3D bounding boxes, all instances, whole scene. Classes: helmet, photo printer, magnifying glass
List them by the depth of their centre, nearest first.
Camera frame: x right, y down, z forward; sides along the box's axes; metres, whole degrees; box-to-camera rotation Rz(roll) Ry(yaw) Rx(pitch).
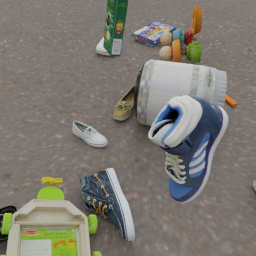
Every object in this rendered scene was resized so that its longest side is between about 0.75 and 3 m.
[{"bbox_3d":[-2.992,2.254,6.604,0.871,0.830,0.871,-14,63,29],"label":"helmet"},{"bbox_3d":[3.607,-1.372,10.998,0.686,0.193,1.725,-20,45,-18],"label":"magnifying glass"},{"bbox_3d":[-0.926,-3.916,13.524,1.024,0.428,1.231,11,45,10],"label":"photo printer"}]

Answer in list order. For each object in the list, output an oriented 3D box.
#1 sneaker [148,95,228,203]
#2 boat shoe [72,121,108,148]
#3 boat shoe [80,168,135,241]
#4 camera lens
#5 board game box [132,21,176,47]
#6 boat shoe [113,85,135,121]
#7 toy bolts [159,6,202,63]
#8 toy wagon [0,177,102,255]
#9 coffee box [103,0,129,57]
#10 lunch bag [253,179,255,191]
[{"bbox_3d":[0.774,0.396,4.742,1.450,1.980,0.798,8,21,-36],"label":"sneaker"},{"bbox_3d":[-1.286,0.192,9.087,1.378,0.460,0.507,21,47,21],"label":"boat shoe"},{"bbox_3d":[-0.566,1.960,7.031,0.989,0.771,2.178,-13,37,-13],"label":"boat shoe"},{"bbox_3d":[1.624,-1.023,9.141,2.687,2.149,2.149,9,44,9],"label":"camera lens"},{"bbox_3d":[1.361,-4.981,14.717,1.405,0.358,2.075,29,50,27],"label":"board game box"},{"bbox_3d":[-0.054,-0.933,10.233,0.637,0.544,1.737,15,45,15],"label":"boat shoe"},{"bbox_3d":[2.310,-4.185,12.695,1.766,2.432,2.546,0,25,8],"label":"toy bolts"},{"bbox_3d":[-1.736,2.336,6.350,2.101,0.536,2.707,9,39,-22],"label":"toy wagon"},{"bbox_3d":[-0.451,-3.567,9.643,0.424,1.928,1.185,-2,31,-19],"label":"coffee box"},{"bbox_3d":[4.674,1.622,7.220,2.545,0.962,2.039,-5,41,-7],"label":"lunch bag"}]
